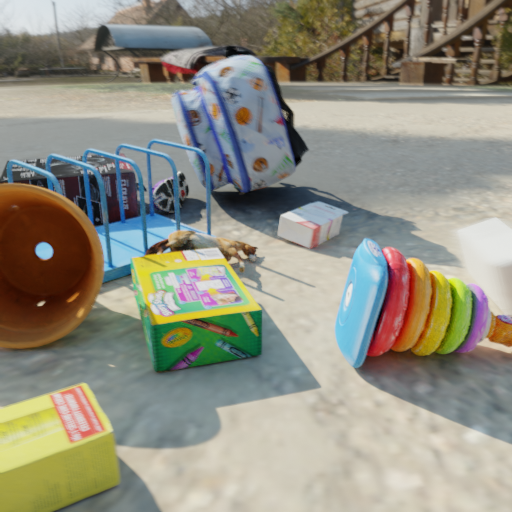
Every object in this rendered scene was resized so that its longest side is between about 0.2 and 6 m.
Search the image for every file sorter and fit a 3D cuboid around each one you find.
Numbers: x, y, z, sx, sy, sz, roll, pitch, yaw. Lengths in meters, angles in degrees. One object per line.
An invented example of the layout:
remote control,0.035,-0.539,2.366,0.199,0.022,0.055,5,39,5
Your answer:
file sorter,-2.497,-0.886,9.802,2.982,1.829,2.069,-20,29,-40

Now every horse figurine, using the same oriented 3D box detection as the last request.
horse figurine,-0.944,-0.047,9.373,2.005,0.500,1.329,5,27,-3

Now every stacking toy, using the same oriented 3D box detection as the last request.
stacking toy,2.309,0.738,6.846,2.460,1.350,1.428,13,19,0

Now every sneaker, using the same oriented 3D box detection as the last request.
sneaker,-2.092,-1.378,12.869,0.774,0.748,1.855,-17,15,13

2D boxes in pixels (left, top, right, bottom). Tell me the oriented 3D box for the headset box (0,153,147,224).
headset box,-3.886,-1.464,12.200,2.908,1.123,2.164,-6,22,-18

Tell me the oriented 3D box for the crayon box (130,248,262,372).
crayon box,-0.889,0.617,7.553,1.345,0.660,2.265,-7,22,-16

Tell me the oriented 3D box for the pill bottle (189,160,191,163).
pill bottle,-1.510,-2.696,16.045,0.595,0.595,1.071,-12,25,-27

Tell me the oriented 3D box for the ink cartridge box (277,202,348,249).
ink cartridge box,1.133,-0.629,10.899,0.780,0.452,1.339,25,32,31

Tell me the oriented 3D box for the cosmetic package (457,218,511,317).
cosmetic package,3.642,0.128,8.335,0.686,0.870,1.616,-19,20,7

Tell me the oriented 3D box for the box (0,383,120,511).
box,-2.425,1.838,4.531,2.424,0.607,0.912,-12,25,-28

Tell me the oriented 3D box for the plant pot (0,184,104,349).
plant pot,-3.003,0.037,7.460,2.046,2.046,1.432,-3,10,-7

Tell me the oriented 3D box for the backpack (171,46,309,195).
backpack,-0.431,-2.992,12.926,2.728,3.541,3.373,-28,17,-10
